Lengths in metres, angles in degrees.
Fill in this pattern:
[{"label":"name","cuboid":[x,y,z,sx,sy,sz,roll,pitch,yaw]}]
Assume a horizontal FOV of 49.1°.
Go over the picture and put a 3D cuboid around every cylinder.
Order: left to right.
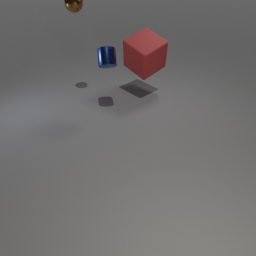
[{"label":"cylinder","cuboid":[-0.807,-2.695,10.725,0.700,0.700,0.700,-5,1,0]}]

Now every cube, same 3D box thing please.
[{"label":"cube","cuboid":[0.749,-3.271,12.374,1.400,1.400,1.400,-36,61,-23]}]

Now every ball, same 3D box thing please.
[{"label":"ball","cuboid":[-2.039,-4.712,10.537,0.700,0.700,0.700,0,33,0]}]
